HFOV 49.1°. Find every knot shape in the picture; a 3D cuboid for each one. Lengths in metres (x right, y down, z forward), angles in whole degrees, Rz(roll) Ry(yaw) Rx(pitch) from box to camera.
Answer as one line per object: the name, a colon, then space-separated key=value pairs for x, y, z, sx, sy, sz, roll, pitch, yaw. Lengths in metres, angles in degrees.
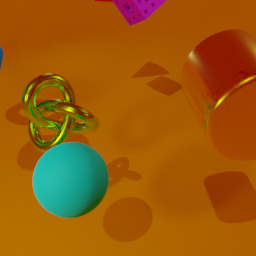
knot shape: x=-1.196 y=-0.129 z=4.511 sx=1.279 sy=1.197 sz=0.591 roll=40 pitch=24 yaw=-19

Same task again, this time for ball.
ball: x=-0.736 y=0.670 z=3.671 sx=0.973 sy=0.973 sz=0.973 roll=0 pitch=38 yaw=0

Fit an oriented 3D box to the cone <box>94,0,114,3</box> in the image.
cone: x=-0.403 y=-3.805 z=7.762 sx=1.297 sy=1.292 sz=1.292 roll=-36 pitch=49 yaw=-17

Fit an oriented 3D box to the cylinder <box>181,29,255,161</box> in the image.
cylinder: x=1.178 y=-0.364 z=2.945 sx=1.028 sy=1.028 sz=1.028 roll=-3 pitch=38 yaw=-4

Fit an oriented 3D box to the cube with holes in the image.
cube with holes: x=0.268 y=-3.215 z=6.994 sx=0.816 sy=0.816 sz=0.816 roll=-47 pitch=25 yaw=-14

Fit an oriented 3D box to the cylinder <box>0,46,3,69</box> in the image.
cylinder: x=-2.905 y=-0.976 z=4.573 sx=1.275 sy=1.275 sz=1.275 roll=17 pitch=27 yaw=-35
